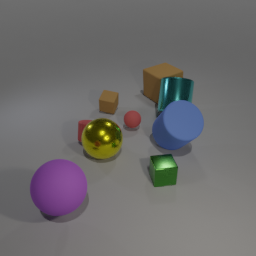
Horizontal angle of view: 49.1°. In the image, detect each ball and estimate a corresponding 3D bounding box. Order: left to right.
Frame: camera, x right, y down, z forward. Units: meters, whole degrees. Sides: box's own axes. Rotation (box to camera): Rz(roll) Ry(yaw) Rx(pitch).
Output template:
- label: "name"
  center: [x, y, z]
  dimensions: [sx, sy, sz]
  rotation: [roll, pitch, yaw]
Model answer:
- label: "ball"
  center: [-1.732, 1.485, 7.061]
  dimensions: [1.400, 1.400, 1.400]
  rotation: [0, 31, 0]
- label: "ball"
  center: [-0.868, 0.359, 9.489]
  dimensions: [1.400, 1.400, 1.400]
  rotation: [0, 31, 0]
- label: "ball"
  center: [0.177, -0.350, 11.140]
  dimensions: [0.700, 0.700, 0.700]
  rotation: [0, 31, 0]

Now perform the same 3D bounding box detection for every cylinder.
- label: "cylinder"
  center: [-1.491, 0.113, 10.327]
  dimensions: [0.700, 0.700, 0.700]
  rotation: [5, 14, -1]
- label: "cylinder"
  center: [2.025, -1.347, 11.882]
  dimensions: [1.400, 1.400, 1.400]
  rotation: [6, 2, 0]
- label: "cylinder"
  center: [1.680, -0.063, 9.674]
  dimensions: [1.400, 1.400, 1.400]
  rotation: [3, 72, -10]

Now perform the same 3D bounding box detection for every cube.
- label: "cube"
  center: [-0.847, -1.163, 12.414]
  dimensions: [0.700, 0.700, 0.700]
  rotation: [13, 49, 9]
- label: "cube"
  center: [1.685, -2.175, 13.607]
  dimensions: [1.400, 1.400, 1.400]
  rotation: [-21, 38, -23]
- label: "cube"
  center: [1.075, 1.296, 8.599]
  dimensions: [0.700, 0.700, 0.700]
  rotation: [-5, 31, -8]
